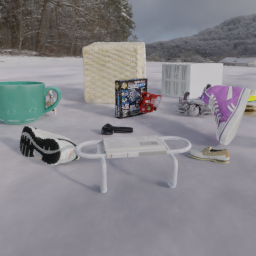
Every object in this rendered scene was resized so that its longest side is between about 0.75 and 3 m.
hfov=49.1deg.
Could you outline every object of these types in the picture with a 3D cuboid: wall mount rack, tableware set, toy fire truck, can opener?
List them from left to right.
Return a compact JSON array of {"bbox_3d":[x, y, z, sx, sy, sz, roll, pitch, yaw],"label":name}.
[{"bbox_3d":[-0.333,0.068,8.729,1.010,0.397,0.320,2,-24,-5],"label":"can opener"},{"bbox_3d":[0.062,0.577,5.891,2.302,0.858,2.000,-2,19,-8],"label":"wall mount rack"},{"bbox_3d":[0.813,-0.915,10.560,0.738,0.879,0.493,13,33,-14],"label":"toy fire truck"},{"bbox_3d":[5.503,-0.844,11.564,2.344,0.470,1.549,3,16,12],"label":"tableware set"}]

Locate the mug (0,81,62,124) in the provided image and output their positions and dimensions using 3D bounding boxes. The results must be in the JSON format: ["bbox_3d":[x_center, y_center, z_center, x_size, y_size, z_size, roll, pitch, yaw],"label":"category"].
[{"bbox_3d":[-3.734,-0.896,9.953,2.257,1.395,1.854,8,15,25],"label":"mug"}]

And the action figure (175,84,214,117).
[{"bbox_3d":[3.105,-1.077,11.591,1.828,0.974,2.809,20,27,32],"label":"action figure"}]

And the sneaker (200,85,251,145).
[{"bbox_3d":[2.598,-0.462,8.040,1.303,0.828,2.285,18,45,22],"label":"sneaker"}]

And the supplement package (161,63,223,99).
[{"bbox_3d":[3.599,-2.776,15.981,2.390,1.838,2.499,-8,16,-28],"label":"supplement package"}]

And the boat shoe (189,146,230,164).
[{"bbox_3d":[1.919,0.590,6.630,0.941,0.322,0.352,8,17,26],"label":"boat shoe"}]

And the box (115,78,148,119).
[{"bbox_3d":[0.149,-1.183,10.943,1.464,1.453,0.364,-14,20,-40],"label":"box"}]

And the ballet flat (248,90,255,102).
[{"bbox_3d":[6.539,-1.667,14.288,1.849,0.620,0.618,-5,16,-17],"label":"ballet flat"}]

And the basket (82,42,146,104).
[{"bbox_3d":[-0.685,-2.832,14.237,2.963,2.937,2.383,3,18,10],"label":"basket"}]

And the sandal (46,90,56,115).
[{"bbox_3d":[-3.022,-1.008,10.775,0.338,1.178,0.451,-15,-16,-18],"label":"sandal"}]

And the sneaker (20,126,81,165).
[{"bbox_3d":[-1.928,0.445,6.770,1.994,0.735,0.798,19,9,40],"label":"sneaker"}]
